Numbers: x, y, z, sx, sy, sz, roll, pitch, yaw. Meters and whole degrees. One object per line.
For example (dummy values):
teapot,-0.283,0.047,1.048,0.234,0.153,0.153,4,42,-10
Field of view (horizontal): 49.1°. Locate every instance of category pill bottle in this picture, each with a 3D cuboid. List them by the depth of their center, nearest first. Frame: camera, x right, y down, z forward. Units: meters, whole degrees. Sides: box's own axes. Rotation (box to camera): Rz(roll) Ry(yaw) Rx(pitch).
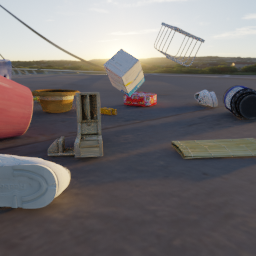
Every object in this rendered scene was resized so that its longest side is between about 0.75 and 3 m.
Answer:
pill bottle,5.363,-1.187,12.994,1.398,1.398,2.500,1,15,5

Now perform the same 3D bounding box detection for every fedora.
fedora,-3.695,-1.408,14.492,2.707,1.104,2.707,2,11,0

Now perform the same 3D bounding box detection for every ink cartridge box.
ink cartridge box,-0.090,-1.725,8.781,0.822,0.808,1.117,38,-12,25

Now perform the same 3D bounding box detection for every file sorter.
file sorter,1.899,-3.319,11.063,1.271,1.140,1.831,18,21,-18

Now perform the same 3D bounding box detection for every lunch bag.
lunch bag,0.665,-1.673,16.293,1.779,0.729,1.567,8,16,28

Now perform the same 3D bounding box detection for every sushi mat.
sushi mat,2.828,0.598,8.391,2.818,0.171,1.348,-1,14,-6

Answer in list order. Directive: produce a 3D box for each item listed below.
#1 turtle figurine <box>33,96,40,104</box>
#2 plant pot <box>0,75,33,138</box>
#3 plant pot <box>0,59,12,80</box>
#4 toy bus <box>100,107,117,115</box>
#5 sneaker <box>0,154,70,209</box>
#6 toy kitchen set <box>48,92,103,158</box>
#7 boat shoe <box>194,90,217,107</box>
turtle figurine,-5.220,-1.788,17.066,1.745,0.562,1.407,-12,1,13
plant pot,-4.660,-0.725,9.160,2.479,2.769,2.769,8,5,-42
plant pot,-6.751,-1.444,11.385,2.982,2.681,2.982,3,14,12
toy bus,-0.949,-0.826,13.835,0.888,0.289,0.348,13,19,41
sneaker,-2.580,0.966,5.571,2.805,1.072,1.129,9,7,6
toy kitchen set,-1.545,-0.133,8.149,1.534,1.696,1.880,-3,10,-6
boat shoe,4.484,-1.651,16.279,0.816,0.918,2.497,-15,11,2
